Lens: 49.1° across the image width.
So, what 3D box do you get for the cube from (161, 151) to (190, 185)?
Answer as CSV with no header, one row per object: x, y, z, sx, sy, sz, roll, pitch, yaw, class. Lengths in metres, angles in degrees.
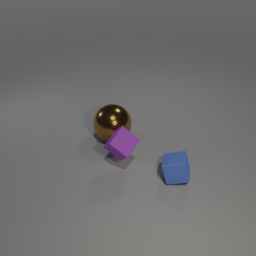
1.456,1.197,8.460,0.700,0.700,0.700,-9,25,18,cube

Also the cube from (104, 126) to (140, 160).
-0.203,0.482,8.622,0.700,0.700,0.700,39,67,-8,cube

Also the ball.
-0.565,-0.174,10.208,1.400,1.400,1.400,0,32,0,ball
